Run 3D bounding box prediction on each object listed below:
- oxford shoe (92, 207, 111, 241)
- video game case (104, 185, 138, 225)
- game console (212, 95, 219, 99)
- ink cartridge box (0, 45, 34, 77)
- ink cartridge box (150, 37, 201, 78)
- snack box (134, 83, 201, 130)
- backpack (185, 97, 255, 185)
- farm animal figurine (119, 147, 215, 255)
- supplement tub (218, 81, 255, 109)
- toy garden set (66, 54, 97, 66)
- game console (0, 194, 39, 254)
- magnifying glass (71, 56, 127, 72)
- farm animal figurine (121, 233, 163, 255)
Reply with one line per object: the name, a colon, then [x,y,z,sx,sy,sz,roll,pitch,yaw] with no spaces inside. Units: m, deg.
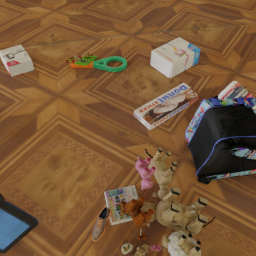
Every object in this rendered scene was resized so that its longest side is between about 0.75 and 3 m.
oxford shoe: [-0.815,2.759,8.120,0.356,0.364,1.000,12,59,19]
video game case: [-0.142,2.367,8.693,1.002,0.130,1.101,-11,50,-9]
game console: [4.005,-0.676,11.379,1.079,0.220,1.829,-36,56,-27]
ink cartridge box: [-5.330,-3.239,13.383,1.114,0.639,1.534,-26,53,-21]
ink cartridge box: [2.248,-3.385,13.385,1.966,0.832,1.421,-33,56,-25]
snack box: [1.638,-0.944,11.513,2.833,0.344,1.019,-31,54,-25]
backpack: [3.611,0.341,8.821,2.931,2.676,1.972,-4,56,-8]
farm animal figurine: [1.035,2.184,8.048,2.740,1.445,2.771,33,41,8]
supplement tub: [4.243,-1.062,10.754,0.932,0.932,1.328,-38,78,-29]
toy garden set: [-2.237,-3.357,13.442,1.103,0.264,1.324,8,31,14]
game console: [-3.507,2.606,6.767,1.158,1.957,1.670,52,25,10]
magnifying glass: [-1.393,-3.077,13.472,2.686,0.301,1.069,-2,45,1]
farm animal figurine: [0.442,3.391,7.566,0.963,0.508,0.973,-32,62,-11]
